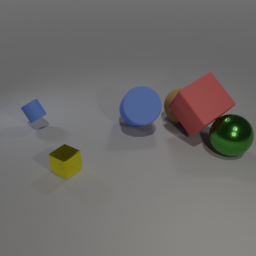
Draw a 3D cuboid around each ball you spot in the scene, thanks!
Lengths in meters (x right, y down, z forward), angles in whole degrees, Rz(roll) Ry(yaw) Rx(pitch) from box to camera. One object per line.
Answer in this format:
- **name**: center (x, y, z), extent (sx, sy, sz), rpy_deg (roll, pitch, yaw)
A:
- **ball**: center (2.150, -0.908, 11.259), extent (1.400, 1.400, 1.400), rpy_deg (0, 30, 0)
- **ball**: center (3.418, 0.237, 9.288), extent (1.400, 1.400, 1.400), rpy_deg (0, 30, 0)

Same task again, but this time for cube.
- **cube**: center (2.514, -0.793, 9.733), extent (1.400, 1.400, 1.400), rpy_deg (-32, 79, -15)
- **cube**: center (-1.923, 1.031, 8.648), extent (0.700, 0.700, 0.700), rpy_deg (19, 35, 29)

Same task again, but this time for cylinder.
- **cylinder**: center (-3.616, -0.661, 10.760), extent (0.700, 0.700, 0.700), rpy_deg (-30, 12, 7)
- **cylinder**: center (0.426, -0.768, 10.534), extent (1.400, 1.400, 1.400), rpy_deg (-4, -2, -7)
